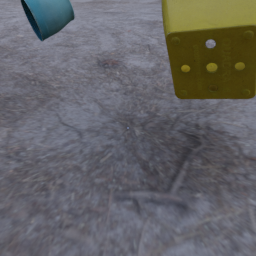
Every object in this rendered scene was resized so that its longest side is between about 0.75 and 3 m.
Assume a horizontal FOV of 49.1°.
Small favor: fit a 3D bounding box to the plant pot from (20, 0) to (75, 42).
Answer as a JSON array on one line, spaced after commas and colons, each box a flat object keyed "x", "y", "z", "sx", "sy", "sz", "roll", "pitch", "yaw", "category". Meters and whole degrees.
[{"x": -2.530, "y": -3.753, "z": 9.101, "sx": 1.329, "sy": 1.414, "sz": 1.414, "roll": -30, "pitch": 41, "yaw": -16, "category": "plant pot"}]

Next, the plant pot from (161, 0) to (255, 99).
[{"x": 1.929, "y": -1.942, "z": 6.142, "sx": 2.458, "sy": 2.458, "sz": 2.168, "roll": 3, "pitch": 47, "yaw": 23, "category": "plant pot"}]
